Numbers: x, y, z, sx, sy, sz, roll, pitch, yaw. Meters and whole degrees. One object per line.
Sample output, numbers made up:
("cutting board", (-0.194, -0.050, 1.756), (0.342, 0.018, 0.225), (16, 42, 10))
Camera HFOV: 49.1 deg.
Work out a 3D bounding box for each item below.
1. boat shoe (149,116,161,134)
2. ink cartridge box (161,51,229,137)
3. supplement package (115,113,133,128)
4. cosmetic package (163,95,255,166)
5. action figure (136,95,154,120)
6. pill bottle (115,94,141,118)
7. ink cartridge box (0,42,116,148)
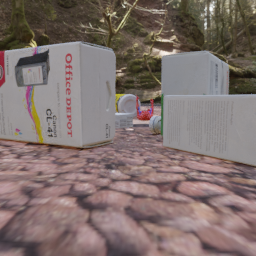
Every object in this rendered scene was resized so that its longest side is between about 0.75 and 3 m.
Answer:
("boat shoe", (1.122, -0.092, 8.443), (0.516, 0.524, 1.479), (0, -1, 29))
("ink cartridge box", (2.044, -0.891, 8.081), (1.221, 2.155, 2.940), (3, 6, 29))
("supplement package", (-0.353, -0.281, 10.097), (0.683, 0.486, 0.876), (-6, 9, -43))
("cosmetic package", (1.662, -0.067, 5.211), (0.779, 1.109, 2.187), (-4, 8, -34))
("action figure", (0.811, -1.043, 13.860), (0.866, 1.314, 2.655), (0, 9, 1))
("pill bottle", (-0.381, -1.141, 14.563), (1.233, 1.233, 2.216), (-3, 7, -27))
("ink cartridge box", (-1.851, -0.764, 6.638), (2.962, 2.186, 1.268), (3, 7, 32))
